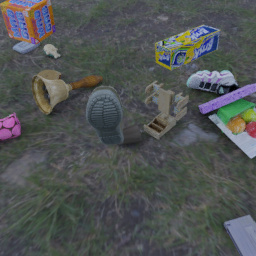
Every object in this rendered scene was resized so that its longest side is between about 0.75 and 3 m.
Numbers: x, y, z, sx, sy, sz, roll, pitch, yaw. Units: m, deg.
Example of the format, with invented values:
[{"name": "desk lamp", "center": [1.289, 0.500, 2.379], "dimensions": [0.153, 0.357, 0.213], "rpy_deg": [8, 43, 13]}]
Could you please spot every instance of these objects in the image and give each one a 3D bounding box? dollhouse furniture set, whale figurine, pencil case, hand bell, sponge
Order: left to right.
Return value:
[{"name": "pencil case", "center": [-4.649, 0.082, 9.617], "dimensions": [1.820, 0.826, 0.853], "rpy_deg": [-16, 84, -18]}, {"name": "whale figurine", "center": [-3.666, -3.624, 13.488], "dimensions": [0.859, 0.446, 0.684], "rpy_deg": [42, 51, 5]}, {"name": "hand bell", "center": [-2.198, -1.653, 11.241], "dimensions": [2.860, 1.489, 1.489], "rpy_deg": [-23, 49, -37]}, {"name": "dollhouse furniture set", "center": [1.147, -0.570, 9.659], "dimensions": [1.390, 1.586, 1.053], "rpy_deg": [33, 54, 32]}, {"name": "sponge", "center": [3.549, -1.043, 10.086], "dimensions": [1.976, 0.295, 1.102], "rpy_deg": [-23, 2, 12]}]

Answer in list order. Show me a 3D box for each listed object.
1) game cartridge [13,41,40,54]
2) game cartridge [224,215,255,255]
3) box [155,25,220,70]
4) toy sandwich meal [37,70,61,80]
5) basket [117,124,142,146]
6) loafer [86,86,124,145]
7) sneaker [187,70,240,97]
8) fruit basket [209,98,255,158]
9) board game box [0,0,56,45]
[{"name": "game cartridge", "center": [-5.044, -4.127, 14.039], "dimensions": [0.803, 0.244, 1.204], "rpy_deg": [25, 51, 26]}, {"name": "game cartridge", "center": [3.162, 2.944, 7.276], "dimensions": [0.818, 0.242, 1.262], "rpy_deg": [-8, 47, -14]}, {"name": "box", "center": [1.688, -2.281, 7.817], "dimensions": [1.894, 0.609, 0.663], "rpy_deg": [-28, 45, -25]}, {"name": "toy sandwich meal", "center": [-3.424, -2.097, 12.009], "dimensions": [1.132, 0.388, 1.132], "rpy_deg": [-1, 49, 2]}, {"name": "basket", "center": [-0.019, 0.266, 9.608], "dimensions": [0.849, 0.577, 0.765], "rpy_deg": [-13, 41, -8]}, {"name": "loafer", "center": [-0.545, -0.365, 6.985], "dimensions": [0.868, 2.307, 0.804], "rpy_deg": [-3, 62, -1]}, {"name": "sneaker", "center": [3.530, -1.661, 11.263], "dimensions": [2.070, 0.805, 1.448], "rpy_deg": [-10, 46, -9]}, {"name": "fruit basket", "center": [4.125, -0.029, 9.783], "dimensions": [1.873, 0.948, 2.023], "rpy_deg": [-26, 63, -23]}, {"name": "board game box", "center": [-3.606, -4.010, 10.254], "dimensions": [1.244, 1.243, 1.244], "rpy_deg": [19, 47, 17]}]
